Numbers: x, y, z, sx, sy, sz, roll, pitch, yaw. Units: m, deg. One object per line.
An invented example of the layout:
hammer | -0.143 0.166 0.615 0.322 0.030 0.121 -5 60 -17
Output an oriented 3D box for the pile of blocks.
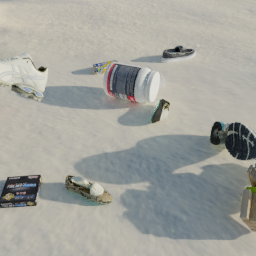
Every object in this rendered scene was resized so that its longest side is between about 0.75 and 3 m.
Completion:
pile of blocks | 3.294 1.198 6.228 0.820 1.083 2.639 -9 24 42

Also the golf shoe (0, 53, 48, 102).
golf shoe | -3.028 -1.538 7.197 0.891 1.106 2.275 24 0 31

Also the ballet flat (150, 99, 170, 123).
ballet flat | 1.131 -0.564 9.284 0.462 0.460 1.352 18 41 9

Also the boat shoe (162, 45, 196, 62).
boat shoe | 2.391 -3.528 13.010 1.809 0.613 0.649 -14 40 -18

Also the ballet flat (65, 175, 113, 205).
ballet flat | -0.965 1.419 6.631 1.275 0.480 0.433 17 38 20

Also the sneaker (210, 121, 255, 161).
sneaker | 3.057 0.252 7.369 0.987 0.887 2.286 5 12 -7

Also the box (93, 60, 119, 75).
box | -0.927 -2.611 12.027 1.090 0.350 0.382 -16 41 -20

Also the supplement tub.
supplement tub | 0.123 -1.609 9.966 1.772 1.243 1.243 15 40 19

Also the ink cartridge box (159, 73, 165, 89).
ink cartridge box | 0.942 -1.834 10.988 0.899 0.372 0.658 -5 38 -7

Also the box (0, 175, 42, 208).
box | -2.568 1.509 6.751 0.844 0.210 0.838 -2 38 -4
